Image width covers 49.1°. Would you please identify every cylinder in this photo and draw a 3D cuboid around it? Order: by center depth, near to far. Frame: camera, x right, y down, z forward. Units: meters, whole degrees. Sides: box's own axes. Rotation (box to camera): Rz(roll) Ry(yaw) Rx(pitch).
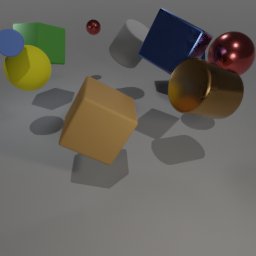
[{"bbox_3d":[2.010,-0.993,7.301,1.400,1.400,1.400,6,24,-35],"label":"cylinder"},{"bbox_3d":[-3.204,-2.322,7.616,0.700,0.700,0.700,-9,21,-14],"label":"cylinder"},{"bbox_3d":[0.147,-3.422,11.462,1.400,1.400,1.400,23,43,-23],"label":"cylinder"}]

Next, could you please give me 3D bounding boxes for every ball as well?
[{"bbox_3d":[3.208,-2.274,8.727,1.400,1.400,1.400,0,31,0],"label":"ball"},{"bbox_3d":[-3.119,-1.864,8.741,1.400,1.400,1.400,0,31,0],"label":"ball"},{"bbox_3d":[-1.627,-4.736,13.176,0.700,0.700,0.700,0,31,0],"label":"ball"}]

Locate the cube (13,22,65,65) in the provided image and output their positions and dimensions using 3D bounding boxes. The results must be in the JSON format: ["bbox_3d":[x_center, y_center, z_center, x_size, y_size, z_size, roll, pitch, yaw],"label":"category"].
[{"bbox_3d":[-3.427,-3.238,10.901,1.400,1.400,1.400,10,13,30],"label":"cube"}]

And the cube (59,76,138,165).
[{"bbox_3d":[-0.740,-0.200,7.045,1.400,1.400,1.400,25,26,-18],"label":"cube"}]

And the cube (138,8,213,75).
[{"bbox_3d":[1.401,-2.414,8.180,1.400,1.400,1.400,35,24,16],"label":"cube"}]

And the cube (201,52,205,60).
[{"bbox_3d":[2.521,-3.515,12.751,1.400,1.400,1.400,9,-15,-23],"label":"cube"}]
